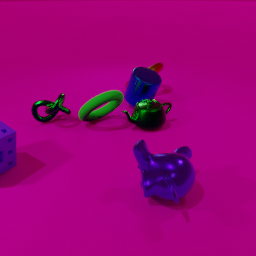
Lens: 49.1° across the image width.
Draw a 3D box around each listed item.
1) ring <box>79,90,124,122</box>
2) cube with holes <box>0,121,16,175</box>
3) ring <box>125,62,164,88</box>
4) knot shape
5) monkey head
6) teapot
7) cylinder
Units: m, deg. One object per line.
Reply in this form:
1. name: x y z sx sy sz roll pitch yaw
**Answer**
1. ring: -0.757 -0.612 7.980 1.406 1.406 0.281 -22 77 -36
2. cube with holes: -3.045 0.416 5.816 0.968 0.968 0.968 29 36 20
3. ring: 0.623 -1.973 10.671 1.677 0.335 1.677 -31 5 3
4. knot shape: -2.129 -0.608 8.089 1.153 0.533 1.079 -12 -14 -38
5. monkey head: 0.689 0.725 5.246 1.016 1.212 1.685 -16 16 27
6. teapot: 0.548 -0.433 7.985 1.635 0.801 1.017 -15 35 -22
7. cylinder: 0.477 -1.330 9.243 1.008 1.008 1.008 13 41 -12
